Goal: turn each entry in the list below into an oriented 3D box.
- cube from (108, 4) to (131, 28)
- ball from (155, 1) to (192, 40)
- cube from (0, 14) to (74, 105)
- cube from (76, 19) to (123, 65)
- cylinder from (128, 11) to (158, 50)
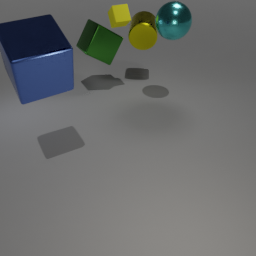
[{"bbox_3d":[-0.371,-4.712,11.804,0.700,0.700,0.700,-16,5,-19],"label":"cube"},{"bbox_3d":[1.737,-4.087,10.716,1.400,1.400,1.400,0,32,0],"label":"ball"},{"bbox_3d":[-2.254,-1.690,6.899,1.400,1.400,1.400,-21,61,-22],"label":"cube"},{"bbox_3d":[-1.332,-3.990,13.023,1.400,1.400,1.400,17,19,-36],"label":"cube"},{"bbox_3d":[0.763,-4.809,13.832,1.400,1.400,1.400,3,45,4],"label":"cylinder"}]
